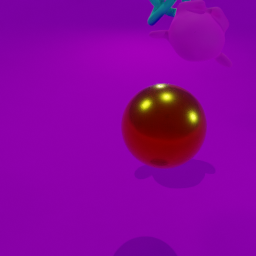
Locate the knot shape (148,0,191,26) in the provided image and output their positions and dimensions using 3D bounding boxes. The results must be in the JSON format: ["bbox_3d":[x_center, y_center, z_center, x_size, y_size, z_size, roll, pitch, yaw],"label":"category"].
[{"bbox_3d":[0.952,-3.365,7.531,0.665,1.347,1.440,1,46,-45],"label":"knot shape"}]

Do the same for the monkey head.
[{"bbox_3d":[1.444,-2.018,6.208,1.948,1.174,1.401,19,0,-8],"label":"monkey head"}]

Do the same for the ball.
[{"bbox_3d":[0.521,-0.027,4.140,1.250,1.250,1.250,0,36,0],"label":"ball"}]
